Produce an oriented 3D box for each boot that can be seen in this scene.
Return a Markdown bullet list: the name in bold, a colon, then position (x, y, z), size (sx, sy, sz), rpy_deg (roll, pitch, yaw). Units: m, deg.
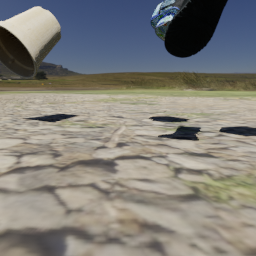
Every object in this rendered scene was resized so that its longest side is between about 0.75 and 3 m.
- **boot**: position (1.433, -2.535, 5.061), size (0.787, 1.743, 2.127), rpy_deg (22, -36, -3)

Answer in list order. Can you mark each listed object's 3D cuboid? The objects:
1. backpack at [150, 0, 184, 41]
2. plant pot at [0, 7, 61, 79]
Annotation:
- **backpack**: position (1.343, -2.967, 7.887), size (1.313, 1.055, 1.435), rpy_deg (29, -8, -27)
- **plant pot**: position (-3.063, -2.797, 8.733), size (1.878, 1.878, 1.719), rpy_deg (7, 48, 37)
